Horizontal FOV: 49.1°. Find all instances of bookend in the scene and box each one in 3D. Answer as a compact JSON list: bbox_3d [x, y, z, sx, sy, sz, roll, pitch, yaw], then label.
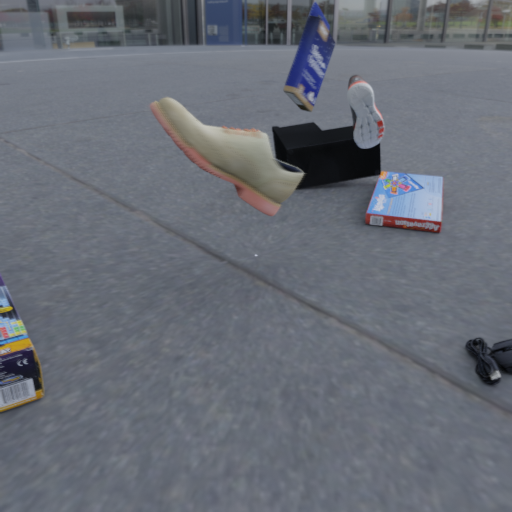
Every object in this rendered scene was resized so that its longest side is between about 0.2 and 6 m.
[{"bbox_3d":[1.795,-2.844,15.000,2.378,1.102,2.393,-10,27,-4],"label":"bookend"}]

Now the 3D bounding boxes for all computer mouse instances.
[{"bbox_3d":[3.673,1.355,7.607,1.412,0.372,0.978,2,25,4],"label":"computer mouse"}]

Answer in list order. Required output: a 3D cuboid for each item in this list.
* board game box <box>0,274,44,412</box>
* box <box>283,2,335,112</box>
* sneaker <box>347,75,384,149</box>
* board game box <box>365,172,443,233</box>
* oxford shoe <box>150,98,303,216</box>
[{"bbox_3d":[-4.607,1.316,7.126,3.085,0.875,2.550,-16,31,-29],"label":"board game box"},{"bbox_3d":[1.057,-3.684,10.453,0.278,1.716,1.039,19,2,24],"label":"box"},{"bbox_3d":[2.455,-3.281,12.664,0.709,1.840,0.753,-11,48,9],"label":"sneaker"},{"bbox_3d":[3.556,-1.341,13.175,1.590,0.300,3.089,9,28,15],"label":"board game box"},{"bbox_3d":[-0.408,-1.742,8.860,2.786,1.028,0.986,32,20,-38],"label":"oxford shoe"}]
